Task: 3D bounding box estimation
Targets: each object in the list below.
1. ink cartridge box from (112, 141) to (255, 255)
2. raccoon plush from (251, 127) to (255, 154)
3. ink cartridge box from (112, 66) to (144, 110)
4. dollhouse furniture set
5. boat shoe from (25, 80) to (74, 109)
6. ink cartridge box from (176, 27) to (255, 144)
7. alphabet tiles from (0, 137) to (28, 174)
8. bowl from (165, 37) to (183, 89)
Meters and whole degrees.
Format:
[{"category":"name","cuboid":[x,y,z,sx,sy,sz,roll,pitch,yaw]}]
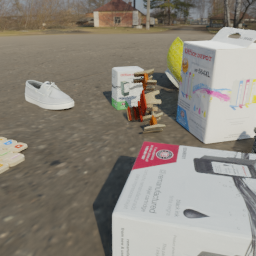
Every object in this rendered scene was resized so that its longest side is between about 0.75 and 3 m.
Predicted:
[{"category":"ink cartridge box","cuboid":[1.456,1.281,4.091,2.921,1.218,2.121,5,23,12]},{"category":"raccoon plush","cuboid":[3.101,0.419,6.866,1.670,0.808,1.119,-6,16,-14]},{"category":"ink cartridge box","cuboid":[-0.019,-1.492,10.410,1.067,1.462,0.614,-9,26,-21]},{"category":"dollhouse furniture set","cuboid":[0.438,-0.650,8.457,0.883,1.714,1.695,-9,-11,-3]},{"category":"boat shoe","cuboid":[-3.088,-1.354,10.829,2.613,0.895,0.941,21,30,40]},{"category":"ink cartridge box","cuboid":[2.700,-1.326,8.105,1.837,2.933,1.885,-7,24,-15]},{"category":"alphabet tiles","cuboid":[-3.537,0.709,6.885,1.890,0.138,1.849,11,26,25]},{"category":"bowl","cuboid":[2.573,-2.646,12.806,1.450,2.695,2.695,-39,15,18]}]
